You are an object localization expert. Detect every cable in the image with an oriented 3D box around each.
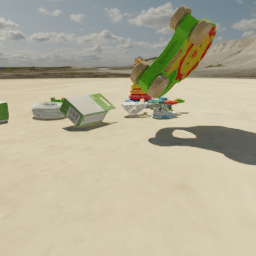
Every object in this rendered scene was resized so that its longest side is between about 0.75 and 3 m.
[{"bbox_3d":[-2.936,-0.672,10.508,1.325,0.459,1.326,5,14,13],"label":"cable"}]

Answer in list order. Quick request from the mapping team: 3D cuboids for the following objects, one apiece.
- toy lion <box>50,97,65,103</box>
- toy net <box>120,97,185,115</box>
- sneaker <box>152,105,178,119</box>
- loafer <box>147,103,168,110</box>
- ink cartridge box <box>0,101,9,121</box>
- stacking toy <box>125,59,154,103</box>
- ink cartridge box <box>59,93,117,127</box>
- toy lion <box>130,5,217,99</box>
[{"bbox_3d":[-3.130,-1.321,13.867,1.116,0.383,1.070,5,6,24],"label":"toy lion"},{"bbox_3d":[0.968,-0.830,11.189,2.817,0.544,1.478,-13,20,-40],"label":"toy net"},{"bbox_3d":[1.371,-0.598,10.190,1.038,0.450,0.389,-4,12,-23],"label":"sneaker"},{"bbox_3d":[1.138,-0.850,10.892,0.833,0.291,0.291,19,-24,25],"label":"loafer"},{"bbox_3d":[-5.136,-0.452,9.018,1.126,0.643,2.168,7,14,30],"label":"ink cartridge box"},{"bbox_3d":[0.596,-2.251,13.670,1.194,2.176,1.263,7,14,29],"label":"stacking toy"},{"bbox_3d":[-1.272,-0.625,9.219,0.903,0.516,1.740,42,30,19],"label":"ink cartridge box"},{"bbox_3d":[1.628,-2.143,8.705,1.010,2.941,2.819,41,9,18],"label":"toy lion"}]
